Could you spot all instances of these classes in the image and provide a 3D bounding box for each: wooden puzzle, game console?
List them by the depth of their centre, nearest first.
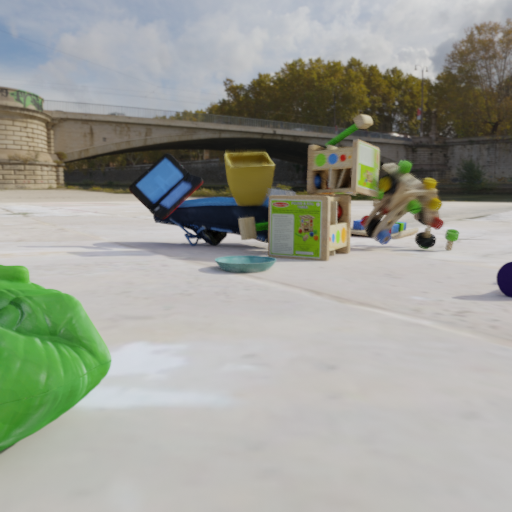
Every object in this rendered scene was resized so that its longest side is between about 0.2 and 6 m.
[{"bbox_3d":[-2.060,-1.613,12.783,1.312,0.778,1.130,-46,32,-11],"label":"game console"},{"bbox_3d":[3.433,-0.803,15.926,1.965,0.455,1.820,4,9,31],"label":"wooden puzzle"}]

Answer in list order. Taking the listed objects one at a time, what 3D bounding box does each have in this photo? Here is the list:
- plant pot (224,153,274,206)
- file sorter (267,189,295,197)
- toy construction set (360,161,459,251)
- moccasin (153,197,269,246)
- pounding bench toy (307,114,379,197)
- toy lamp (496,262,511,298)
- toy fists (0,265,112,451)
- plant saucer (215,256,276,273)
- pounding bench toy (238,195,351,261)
[{"bbox_3d":[-0.167,-1.605,11.928,0.931,0.958,0.937,-3,28,-10],"label":"plant pot"},{"bbox_3d":[0.771,-0.965,13.306,0.961,1.071,1.543,8,6,-26],"label":"file sorter"},{"bbox_3d":[3.367,-1.474,12.635,1.956,1.803,2.346,0,33,-2],"label":"toy construction set"},{"bbox_3d":[-1.060,-0.749,13.098,3.336,1.137,1.342,4,15,33],"label":"moccasin"},{"bbox_3d":[1.808,-2.124,11.953,1.303,1.670,1.038,3,1,37],"label":"pounding bench toy"},{"bbox_3d":[3.939,0.196,7.741,0.551,0.551,1.894,7,9,44],"label":"toy lamp"},{"bbox_3d":[-2.290,0.525,3.479,2.841,0.977,1.448,1,7,21],"label":"toy fists"},{"bbox_3d":[-0.178,0.148,9.496,1.051,0.189,1.051,0,7,0],"label":"plant saucer"},{"bbox_3d":[0.814,-0.640,11.553,1.982,1.231,1.546,4,8,27],"label":"pounding bench toy"}]
